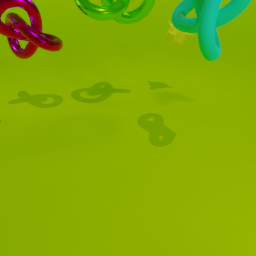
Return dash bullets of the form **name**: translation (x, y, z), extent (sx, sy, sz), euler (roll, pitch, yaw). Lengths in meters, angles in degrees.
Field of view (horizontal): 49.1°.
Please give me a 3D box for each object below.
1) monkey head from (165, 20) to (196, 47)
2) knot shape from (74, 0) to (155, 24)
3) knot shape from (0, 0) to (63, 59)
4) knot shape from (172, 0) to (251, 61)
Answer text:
- **monkey head**: translation (1.500, -2.942, 8.632), extent (1.091, 0.658, 0.785), euler (37, 6, 17)
- **knot shape**: translation (-0.197, -3.444, 7.073), extent (1.930, 2.063, 0.953), euler (27, 1, -33)
- **knot shape**: translation (-2.698, -2.568, 7.137), extent (1.874, 1.754, 0.866), euler (12, 67, 21)
- **knot shape**: translation (1.412, -2.128, 4.684), extent (0.779, 1.578, 1.686), euler (0, 57, -16)
